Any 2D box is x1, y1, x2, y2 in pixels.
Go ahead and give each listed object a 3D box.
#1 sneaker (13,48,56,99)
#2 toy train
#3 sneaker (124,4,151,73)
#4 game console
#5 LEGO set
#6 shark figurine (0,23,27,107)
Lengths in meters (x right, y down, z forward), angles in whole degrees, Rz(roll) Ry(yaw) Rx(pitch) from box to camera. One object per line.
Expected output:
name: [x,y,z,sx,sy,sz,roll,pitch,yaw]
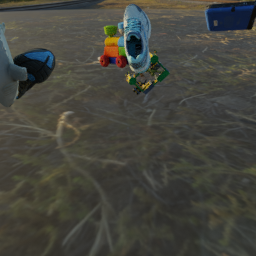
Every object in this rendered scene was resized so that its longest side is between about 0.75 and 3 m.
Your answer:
sneaker: [-2.432,-1.505,6.983,2.229,0.816,0.913,-17,35,44]
toy train: [-0.631,-3.080,10.332,1.084,1.481,2.560,-25,28,-39]
sneaker: [0.167,-1.786,5.355,0.534,1.376,0.594,-10,-8,13]
game console: [3.285,-3.712,7.969,1.967,1.363,2.304,4,6,18]
LEGO set: [0.476,-1.480,7.332,0.896,1.165,0.675,28,23,-30]
shark figurine: [-3.116,-1.775,5.677,1.297,3.109,1.857,-26,20,-30]
